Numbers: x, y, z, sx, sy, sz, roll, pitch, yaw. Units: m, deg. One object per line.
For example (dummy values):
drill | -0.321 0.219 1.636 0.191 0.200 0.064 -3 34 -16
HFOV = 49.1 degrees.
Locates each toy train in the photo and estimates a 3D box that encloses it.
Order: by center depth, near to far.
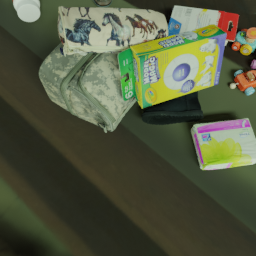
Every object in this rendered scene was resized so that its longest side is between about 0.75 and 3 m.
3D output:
toy train | 3.702 -2.220 8.622 1.738 0.643 2.314 -15 67 -7

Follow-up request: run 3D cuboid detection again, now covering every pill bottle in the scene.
pill bottle | -3.466 -4.400 9.468 0.855 0.855 1.501 -16 66 -7

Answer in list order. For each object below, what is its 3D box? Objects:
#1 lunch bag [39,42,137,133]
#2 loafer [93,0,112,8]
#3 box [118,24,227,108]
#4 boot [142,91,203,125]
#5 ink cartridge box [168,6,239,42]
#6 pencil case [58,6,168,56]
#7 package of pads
lunch bag | -0.573 -1.477 7.604 2.338 1.942 2.787 33 69 11
loafer | -0.999 -5.358 9.961 0.833 0.729 2.318 -6 66 -3
box | 0.984 -1.356 6.384 2.400 1.408 0.581 -17 45 -10
boot | 1.203 -0.897 8.006 1.789 0.683 1.503 -4 67 -5
ink cartridge box | 2.332 -3.111 8.896 2.042 0.687 1.186 13 67 11
pencil case | -0.285 -2.121 6.358 2.530 0.984 1.131 -3 79 -14
package of pads | 2.611 0.447 7.490 1.598 0.545 1.235 -8 66 -3
